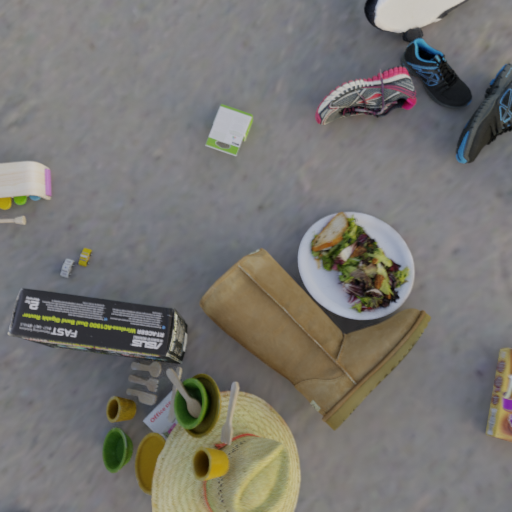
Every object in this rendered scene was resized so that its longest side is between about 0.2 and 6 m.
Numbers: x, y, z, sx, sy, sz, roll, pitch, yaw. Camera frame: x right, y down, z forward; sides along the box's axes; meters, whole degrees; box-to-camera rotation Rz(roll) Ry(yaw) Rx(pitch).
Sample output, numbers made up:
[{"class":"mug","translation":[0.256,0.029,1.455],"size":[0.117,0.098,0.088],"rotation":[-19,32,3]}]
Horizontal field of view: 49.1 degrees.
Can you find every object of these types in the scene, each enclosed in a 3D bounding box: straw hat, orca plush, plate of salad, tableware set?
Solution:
[{"class":"straw hat","translation":[-0.105,3.624,9.081],"size":[2.968,1.256,2.968],"rotation":[12,67,-29]},{"class":"orca plush","translation":[3.502,-5.747,11.887],"size":[3.212,1.690,1.142],"rotation":[-34,50,-4]},{"class":"plate of salad","translation":[1.955,0.102,10.754],"size":[2.300,0.552,2.300],"rotation":[3,64,-6]},{"class":"tableware set","translation":[-1.624,2.944,9.403],"size":[3.243,0.498,2.185],"rotation":[-1,77,46]}]

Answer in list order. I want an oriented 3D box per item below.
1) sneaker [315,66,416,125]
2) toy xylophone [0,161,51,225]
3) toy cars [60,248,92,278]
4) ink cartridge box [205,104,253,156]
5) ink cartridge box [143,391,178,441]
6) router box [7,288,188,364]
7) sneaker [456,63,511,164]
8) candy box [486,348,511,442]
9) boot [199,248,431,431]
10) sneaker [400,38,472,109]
[{"class":"sneaker","translation":[2.250,-3.162,11.465],"size":[2.193,0.884,0.819],"rotation":[-21,81,-5]},{"class":"toy xylophone","translation":[-5.164,-1.264,11.266],"size":[1.972,0.496,1.444],"rotation":[3,78,1]},{"class":"toy cars","translation":[-3.597,0.129,11.149],"size":[0.778,0.172,0.349],"rotation":[-33,80,-6]},{"class":"ink cartridge box","translation":[-0.564,-2.547,11.599],"size":[0.714,0.366,0.966],"rotation":[20,80,3]},{"class":"ink cartridge box","translation":[-1.310,3.137,10.345],"size":[1.271,0.538,0.919],"rotation":[43,82,9]},{"class":"router box","translation":[-2.653,1.301,9.963],"size":[2.664,1.997,0.828],"rotation":[7,76,1]},{"class":"sneaker","translation":[4.933,-2.800,11.383],"size":[0.989,0.884,2.415],"rotation":[33,80,6]},{"class":"candy box","translation":[4.985,2.656,10.484],"size":[0.982,0.475,1.682],"rotation":[14,77,4]},{"class":"boot","translation":[1.132,1.056,10.489],"size":[2.973,1.123,3.394],"rotation":[-41,76,-18]},{"class":"sneaker","translation":[3.777,-3.772,11.662],"size":[1.782,0.730,0.652],"rotation":[42,81,7]}]
